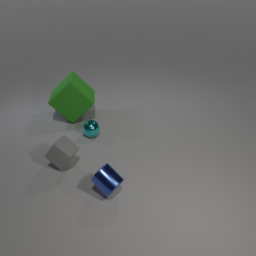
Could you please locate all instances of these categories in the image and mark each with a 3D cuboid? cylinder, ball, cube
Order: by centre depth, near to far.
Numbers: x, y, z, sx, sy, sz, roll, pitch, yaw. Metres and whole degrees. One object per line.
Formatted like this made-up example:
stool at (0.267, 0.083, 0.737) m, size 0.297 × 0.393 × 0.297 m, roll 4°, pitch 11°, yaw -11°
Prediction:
cylinder at (-0.587, 1.510, 8.146) m, size 0.700 × 0.700 × 0.700 m, roll 43°, pitch 43°, yaw 10°
cube at (-2.179, 0.808, 9.322) m, size 0.700 × 0.700 × 0.700 m, roll 40°, pitch 29°, yaw -2°
ball at (-1.470, 0.017, 11.178) m, size 0.700 × 0.700 × 0.700 m, roll 0°, pitch 30°, yaw 0°
cube at (-2.426, -1.368, 12.295) m, size 1.400 × 1.400 × 1.400 m, roll -40°, pitch 27°, yaw 16°
